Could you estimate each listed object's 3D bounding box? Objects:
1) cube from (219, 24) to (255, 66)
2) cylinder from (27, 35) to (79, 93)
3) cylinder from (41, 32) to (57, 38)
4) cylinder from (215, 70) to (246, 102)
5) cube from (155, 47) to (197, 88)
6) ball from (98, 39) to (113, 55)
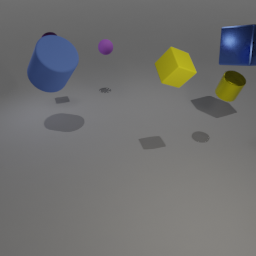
[{"bbox_3d":[4.482,-3.097,10.592,1.400,1.400,1.400,-10,18,-32],"label":"cube"},{"bbox_3d":[-2.539,-2.122,9.411,1.400,1.400,1.400,13,62,-26],"label":"cylinder"},{"bbox_3d":[-3.106,-3.387,11.354,0.700,0.700,0.700,-12,60,-20],"label":"cylinder"},{"bbox_3d":[3.164,-1.293,8.676,0.700,0.700,0.700,6,51,-7],"label":"cylinder"},{"bbox_3d":[1.258,-1.602,7.477,0.700,0.700,0.700,7,56,-37],"label":"cube"},{"bbox_3d":[-1.033,-3.741,12.954,0.700,0.700,0.700,0,30,0],"label":"ball"}]
